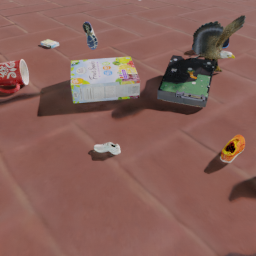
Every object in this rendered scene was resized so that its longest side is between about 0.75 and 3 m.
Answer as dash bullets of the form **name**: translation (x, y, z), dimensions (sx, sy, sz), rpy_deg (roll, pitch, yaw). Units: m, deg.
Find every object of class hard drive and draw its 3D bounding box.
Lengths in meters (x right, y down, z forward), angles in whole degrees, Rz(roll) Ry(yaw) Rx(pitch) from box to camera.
- **hard drive**: translation (2.312, -1.885, 10.855), dimensions (1.824, 0.494, 2.611), rpy_deg (11, 45, 14)

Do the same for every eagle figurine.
- **eagle figurine**: translation (3.549, -3.318, 11.318), dimensions (1.857, 2.461, 1.867), rpy_deg (7, 37, 13)

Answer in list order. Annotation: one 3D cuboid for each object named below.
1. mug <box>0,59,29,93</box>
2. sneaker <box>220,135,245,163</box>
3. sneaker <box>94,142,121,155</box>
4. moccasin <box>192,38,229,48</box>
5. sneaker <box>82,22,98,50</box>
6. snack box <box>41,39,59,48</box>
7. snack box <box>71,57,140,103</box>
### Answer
- **mug**: translation (-4.806, -2.034, 10.891), dimensions (1.508, 1.006, 1.339), rpy_deg (-6, 36, -2)
- **sneaker**: translation (3.032, 0.511, 7.930), dimensions (0.458, 0.484, 1.254), rpy_deg (22, 41, 28)
- **sneaker**: translation (-0.600, 0.536, 8.032), dimensions (0.789, 0.316, 0.278), rpy_deg (5, 39, 9)
- **moccasin**: translation (4.168, -4.398, 14.196), dimensions (2.106, 0.718, 0.847), rpy_deg (-17, 40, -21)
- **sneaker**: translation (-1.456, -3.634, 10.960), dimensions (0.424, 1.100, 0.469), rpy_deg (-12, 32, 1)
- **snack box**: translation (-4.103, -4.426, 14.695), dimensions (0.875, 0.162, 0.508), rpy_deg (25, 44, 29)
- **snack box**: translation (-0.932, -1.912, 10.820), dimensions (2.486, 0.841, 2.096), rpy_deg (-7, 38, -7)
